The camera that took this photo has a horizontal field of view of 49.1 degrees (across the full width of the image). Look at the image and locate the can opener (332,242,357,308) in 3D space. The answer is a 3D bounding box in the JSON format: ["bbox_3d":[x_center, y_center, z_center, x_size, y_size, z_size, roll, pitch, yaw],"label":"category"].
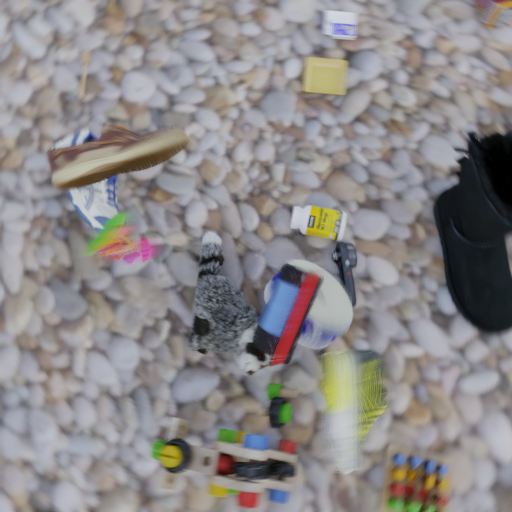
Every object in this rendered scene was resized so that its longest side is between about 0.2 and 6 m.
[{"bbox_3d":[1.792,0.361,11.039,0.527,0.425,1.340,-4,72,-2],"label":"can opener"}]

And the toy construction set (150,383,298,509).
[{"bbox_3d":[-0.556,3.801,9.432,2.165,2.350,2.818,-1,95,19],"label":"toy construction set"}]

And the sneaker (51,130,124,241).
[{"bbox_3d":[-3.204,-1.479,11.252,1.110,0.948,2.517,-36,77,3],"label":"sneaker"}]

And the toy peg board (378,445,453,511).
[{"bbox_3d":[2.864,4.041,9.799,1.188,0.581,1.183,12,73,3],"label":"toy peg board"}]

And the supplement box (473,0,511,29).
[{"bbox_3d":[5.441,-6.014,12.884,0.557,0.718,1.301,-15,74,-5],"label":"supplement box"}]

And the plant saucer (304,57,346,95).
[{"bbox_3d":[1.534,-3.965,12.508,0.899,0.218,0.899,6,73,1],"label":"plant saucer"}]

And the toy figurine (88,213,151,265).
[{"bbox_3d":[-2.208,-0.134,9.435,0.906,0.680,0.834,-44,119,13],"label":"toy figurine"}]

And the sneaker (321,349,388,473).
[{"bbox_3d":[1.643,2.503,8.921,0.993,0.874,2.347,-10,118,-7],"label":"sneaker"}]

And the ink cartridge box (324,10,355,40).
[{"bbox_3d":[1.936,-5.345,12.971,0.700,0.152,0.694,6,72,0],"label":"ink cartridge box"}]

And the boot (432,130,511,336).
[{"bbox_3d":[4.259,-0.376,10.056,1.236,2.737,3.340,-11,73,-3],"label":"boot"}]

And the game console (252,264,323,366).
[{"bbox_3d":[0.376,0.877,8.975,1.328,0.915,1.541,22,88,47],"label":"game console"}]

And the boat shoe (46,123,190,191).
[{"bbox_3d":[-2.603,-2.058,10.465,2.658,0.959,0.957,-19,86,0],"label":"boat shoe"}]

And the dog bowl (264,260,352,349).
[{"bbox_3d":[0.971,0.867,10.284,1.598,1.598,0.629,50,123,14],"label":"dog bowl"}]

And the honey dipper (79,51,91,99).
[{"bbox_3d":[-3.869,-4.035,12.553,0.216,0.216,1.139,2,76,1],"label":"honey dipper"}]

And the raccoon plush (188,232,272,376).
[{"bbox_3d":[-0.217,0.839,10.508,1.864,1.346,2.782,7,72,-6],"label":"raccoon plush"}]

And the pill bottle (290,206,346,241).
[{"bbox_3d":[1.244,-0.681,11.277,1.057,0.594,0.594,11,73,3],"label":"pill bottle"}]
